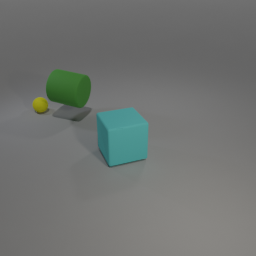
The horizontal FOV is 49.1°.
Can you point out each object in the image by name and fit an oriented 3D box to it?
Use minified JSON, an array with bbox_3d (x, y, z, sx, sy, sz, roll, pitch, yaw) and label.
[{"bbox_3d":[-0.216,0.261,9.704,1.400,1.400,1.400,-10,30,-18],"label":"cube"},{"bbox_3d":[-4.044,-1.070,12.930,0.700,0.700,0.700,0,29,0],"label":"ball"},{"bbox_3d":[-2.476,-1.661,11.791,1.400,1.400,1.400,14,32,15],"label":"cylinder"}]
